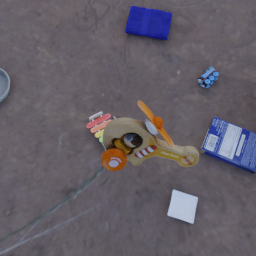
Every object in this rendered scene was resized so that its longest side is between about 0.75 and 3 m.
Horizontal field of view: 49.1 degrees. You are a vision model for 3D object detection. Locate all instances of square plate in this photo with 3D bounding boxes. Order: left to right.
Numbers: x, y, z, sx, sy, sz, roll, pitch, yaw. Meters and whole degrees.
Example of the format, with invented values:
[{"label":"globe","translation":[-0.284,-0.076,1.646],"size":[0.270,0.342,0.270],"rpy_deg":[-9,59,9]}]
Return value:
[{"label":"square plate","translation":[1.622,2.331,8.322],"size":[0.792,0.114,0.799],"rpy_deg":[18,64,1]}]

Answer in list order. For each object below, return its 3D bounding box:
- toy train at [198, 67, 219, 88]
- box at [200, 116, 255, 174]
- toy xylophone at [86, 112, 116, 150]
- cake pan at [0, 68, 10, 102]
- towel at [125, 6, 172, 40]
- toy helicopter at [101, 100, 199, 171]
[{"label":"toy train","translation":[2.860,-1.794,10.001],"size":[0.830,0.360,0.474],"rpy_deg":[-41,64,-13]},{"label":"box","translation":[3.546,0.599,8.992],"size":[2.133,0.346,1.292],"rpy_deg":[23,70,11]},{"label":"toy xylophone","translation":[-0.669,0.063,9.218],"size":[1.008,0.346,1.376],"rpy_deg":[-35,72,-14]},{"label":"cake pan","translation":[-4.912,-1.436,9.868],"size":[1.579,0.290,1.579],"rpy_deg":[0,68,0]},{"label":"towel","translation":[0.806,-4.065,10.929],"size":[1.693,0.420,1.250],"rpy_deg":[11,75,5]},{"label":"toy helicopter","translation":[0.734,0.396,7.697],"size":[2.877,1.903,1.135],"rpy_deg":[17,37,-15]}]
